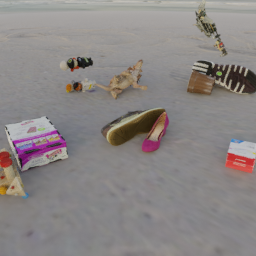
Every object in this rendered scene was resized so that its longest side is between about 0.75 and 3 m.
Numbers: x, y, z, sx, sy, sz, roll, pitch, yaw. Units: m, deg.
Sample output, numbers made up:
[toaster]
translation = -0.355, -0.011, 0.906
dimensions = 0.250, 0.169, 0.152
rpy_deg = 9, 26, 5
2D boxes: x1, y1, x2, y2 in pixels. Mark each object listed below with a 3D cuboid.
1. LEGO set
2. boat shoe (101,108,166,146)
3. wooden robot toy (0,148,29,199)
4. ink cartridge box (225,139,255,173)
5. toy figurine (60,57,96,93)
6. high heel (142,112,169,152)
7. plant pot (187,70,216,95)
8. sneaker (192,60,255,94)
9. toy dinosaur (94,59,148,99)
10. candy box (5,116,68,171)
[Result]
[LEGO set]
translation = 2.714, -3.287, 9.573
dimensions = 0.662, 2.334, 1.516
rpy_deg = -24, 36, 22
[boat shoe]
translation = 0.207, -0.215, 8.998
dimensions = 2.381, 0.872, 0.772
rpy_deg = -21, 40, -34
[wooden robot toy]
translation = -3.111, 1.120, 6.593
dimensions = 0.961, 0.933, 2.118
rpy_deg = -26, 36, -21
[ink cartridge box]
translation = 3.062, 0.790, 7.597
dimensions = 0.699, 0.405, 1.204
rpy_deg = 13, 31, 22
[toy figurine]
translation = -2.191, -2.276, 12.055
dimensions = 1.077, 1.523, 1.547
rpy_deg = -14, 15, -31
[high heel]
translation = 0.812, 0.111, 8.494
dimensions = 0.534, 0.762, 1.584
rpy_deg = 11, 30, 20
[plant pot]
translation = 3.208, -1.924, 12.195
dimensions = 1.011, 1.021, 1.021
rpy_deg = 18, 32, 15
[sneaker]
translation = 4.531, -2.429, 13.008
dimensions = 2.989, 1.131, 1.727
rpy_deg = 23, 14, 14
[toy dinosaur]
translation = -0.238, -2.078, 12.436
dimensions = 2.541, 1.091, 1.722
rpy_deg = -22, 22, -7
[candy box]
translation = -2.704, 0.381, 8.166
dimensions = 1.313, 0.587, 1.925
rpy_deg = -15, 32, -26
